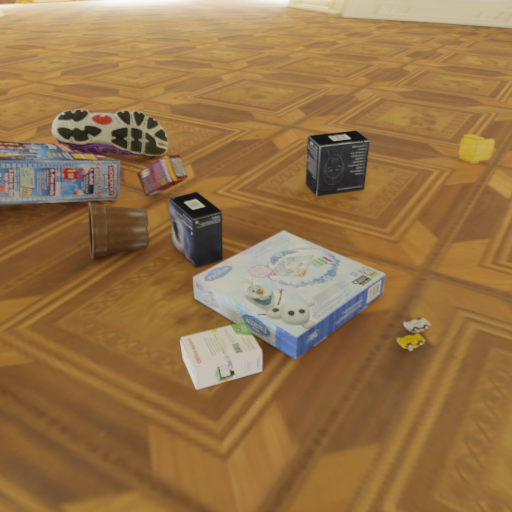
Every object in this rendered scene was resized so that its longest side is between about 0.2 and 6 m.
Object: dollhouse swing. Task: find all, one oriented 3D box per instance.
[{"bbox_3d":[5.678,-2.786,14.425,0.572,0.651,0.592,-19,36,-28],"label":"dollhouse swing"}]

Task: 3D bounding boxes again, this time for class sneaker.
[{"bbox_3d":[-3.761,-3.115,14.571,2.887,1.164,1.205,6,-13,-15],"label":"sneaker"}]

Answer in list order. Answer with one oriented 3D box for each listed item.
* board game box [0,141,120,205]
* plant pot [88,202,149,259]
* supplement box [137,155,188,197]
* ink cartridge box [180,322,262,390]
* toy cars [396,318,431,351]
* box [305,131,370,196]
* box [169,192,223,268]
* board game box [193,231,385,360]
[{"bbox_3d":[-4.689,-1.849,12.308,3.025,0.934,3.027,-1,19,-26],"label":"board game box"},{"bbox_3d":[-2.558,-0.489,10.406,1.024,1.035,1.035,-3,31,-21],"label":"plant pot"},{"bbox_3d":[-2.069,-1.761,12.300,1.025,0.565,0.439,-20,0,37],"label":"supplement box"},{"bbox_3d":[-0.492,1.374,7.794,0.973,0.409,0.705,-12,33,-19],"label":"ink cartridge box"},{"bbox_3d":[2.337,1.182,8.349,0.381,0.188,0.849,19,32,19],"label":"toy cars"},{"bbox_3d":[1.836,-2.114,12.766,1.236,1.215,0.766,-9,32,-14],"label":"box"},{"bbox_3d":[-1.103,-0.485,10.282,0.626,1.007,1.015,-18,36,-27],"label":"box"},{"bbox_3d":[0.536,0.500,9.154,2.229,0.486,2.240,27,40,37],"label":"board game box"}]
